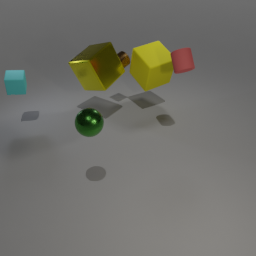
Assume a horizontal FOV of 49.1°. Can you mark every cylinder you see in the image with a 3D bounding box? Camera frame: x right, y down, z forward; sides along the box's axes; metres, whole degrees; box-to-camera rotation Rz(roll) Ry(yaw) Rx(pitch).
[{"bbox_3d":[-0.379,-2.953,12.471,0.700,0.700,0.700,-39,45,-22],"label":"cylinder"},{"bbox_3d":[1.846,-2.270,9.478,0.700,0.700,0.700,-12,1,0],"label":"cylinder"}]

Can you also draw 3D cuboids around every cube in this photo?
[{"bbox_3d":[1.057,-2.737,12.382,1.400,1.400,1.400,-23,60,-22],"label":"cube"},{"bbox_3d":[-1.252,-2.477,11.409,1.400,1.400,1.400,9,48,45],"label":"cube"},{"bbox_3d":[-4.370,-1.774,10.918,0.700,0.700,0.700,-4,44,-13],"label":"cube"}]

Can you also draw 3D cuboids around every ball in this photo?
[{"bbox_3d":[-0.931,-0.131,6.746,0.700,0.700,0.700,0,31,0],"label":"ball"}]
